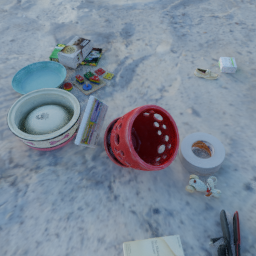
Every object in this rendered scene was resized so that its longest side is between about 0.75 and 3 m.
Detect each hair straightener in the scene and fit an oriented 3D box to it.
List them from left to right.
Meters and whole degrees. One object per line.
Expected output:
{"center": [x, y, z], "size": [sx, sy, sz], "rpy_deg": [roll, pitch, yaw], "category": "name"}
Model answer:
{"center": [2.931, 3.675, 8.526], "size": [0.955, 0.508, 2.482], "rpy_deg": [7, 54, 7], "category": "hair straightener"}

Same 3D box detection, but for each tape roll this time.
{"center": [2.808, 0.968, 10.702], "size": [1.666, 0.550, 1.666], "rpy_deg": [0, 49, -1], "category": "tape roll"}

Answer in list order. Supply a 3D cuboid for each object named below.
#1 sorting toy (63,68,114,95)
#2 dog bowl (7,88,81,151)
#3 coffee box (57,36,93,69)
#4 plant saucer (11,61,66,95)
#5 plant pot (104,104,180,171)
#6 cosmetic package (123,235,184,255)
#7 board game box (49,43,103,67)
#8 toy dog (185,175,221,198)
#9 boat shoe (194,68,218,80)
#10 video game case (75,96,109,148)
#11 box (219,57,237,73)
{"center": [-1.840, -2.339, 13.619], "size": [2.487, 0.421, 1.199], "rpy_deg": [-34, 58, -26], "category": "sorting toy"}
{"center": [-3.310, -0.314, 11.469], "size": [2.883, 1.063, 2.883], "rpy_deg": [0, 50, 0], "category": "dog bowl"}
{"center": [-2.687, -3.913, 14.418], "size": [0.979, 0.691, 1.732], "rpy_deg": [21, 53, 17], "category": "coffee box"}
{"center": [-4.208, -2.287, 13.453], "size": [2.612, 0.470, 2.612], "rpy_deg": [-3, 47, 3], "category": "plant saucer"}
{"center": [0.393, 0.440, 9.896], "size": [2.198, 2.002, 2.198], "rpy_deg": [7, 76, -31], "category": "plant pot"}
{"center": [0.751, 3.778, 8.258], "size": [1.709, 0.625, 0.885], "rpy_deg": [-7, 50, -5], "category": "cosmetic package"}
{"center": [-2.770, -3.956, 15.095], "size": [2.604, 0.305, 1.364], "rpy_deg": [9, 52, 7], "category": "board game box"}
{"center": [2.633, 2.003, 9.691], "size": [1.248, 0.601, 0.823], "rpy_deg": [1, 65, -1], "category": "toy dog"}
{"center": [3.913, -2.729, 13.960], "size": [1.154, 0.399, 0.425], "rpy_deg": [12, 50, 10], "category": "boat shoe"}
{"center": [-1.314, -0.177, 10.476], "size": [0.197, 1.623, 1.783], "rpy_deg": [17, 87, 16], "category": "video game case"}
{"center": [5.124, -3.258, 14.410], "size": [0.732, 0.401, 0.829], "rpy_deg": [2, 50, 2], "category": "box"}
